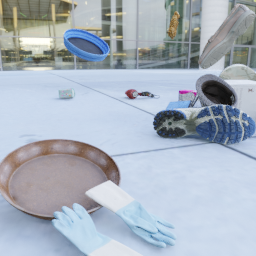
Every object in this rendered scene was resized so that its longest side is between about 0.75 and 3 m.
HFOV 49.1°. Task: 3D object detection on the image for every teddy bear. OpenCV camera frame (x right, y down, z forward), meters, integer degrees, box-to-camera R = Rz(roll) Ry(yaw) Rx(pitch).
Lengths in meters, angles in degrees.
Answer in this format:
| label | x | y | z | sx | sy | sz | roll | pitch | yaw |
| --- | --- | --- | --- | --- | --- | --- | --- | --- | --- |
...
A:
| label | x | y | z | sx | sy | sz | roll | pitch | yaw |
| --- | --- | --- | --- | --- | --- | --- | --- | --- | --- |
| teddy bear | 1.864 | -4.313 | 11.726 | 0.384 | 1.151 | 0.835 | 16 | 1 | -11 |

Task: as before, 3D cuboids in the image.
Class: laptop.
| label | x | y | z | sx | sy | sz | roll | pitch | yaw |
| --- | --- | --- | --- | --- | --- | --- | --- | --- | --- |
| laptop | 2.159 | -1.093 | 11.016 | 0.896 | 1.546 | 1.448 | 28 | 39 | 6 |

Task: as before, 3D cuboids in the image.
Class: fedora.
| label | x | y | z | sx | sy | sz | roll | pitch | yaw |
| --- | --- | --- | --- | --- | --- | --- | --- | --- | --- |
| fedora | 2.686 | -0.933 | 8.759 | 1.456 | 0.657 | 1.288 | 43 | 59 | 17 |

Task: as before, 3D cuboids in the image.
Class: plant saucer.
| label | x | y | z | sx | sy | sz | roll | pitch | yaw |
| --- | --- | --- | --- | --- | --- | --- | --- | --- | --- |
| plant saucer | -1.138 | 0.847 | 4.761 | 2.030 | 0.350 | 2.030 | 9 | 28 | -5 |

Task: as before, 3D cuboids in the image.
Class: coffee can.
| label | x | y | z | sx | sy | sz | roll | pitch | yaw |
| --- | --- | --- | --- | --- | --- | --- | --- | --- | --- |
| coffee can | 5.479 | -2.204 | 14.088 | 1.955 | 1.955 | 2.672 | 5 | 15 | 19 |

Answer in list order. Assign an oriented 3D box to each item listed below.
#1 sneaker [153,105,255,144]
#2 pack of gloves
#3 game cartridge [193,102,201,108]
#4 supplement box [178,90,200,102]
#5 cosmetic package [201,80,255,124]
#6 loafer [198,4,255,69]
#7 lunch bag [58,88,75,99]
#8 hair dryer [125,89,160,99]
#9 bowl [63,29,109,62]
| label | x | y | z | sx | sy | sz | roll | pitch | yaw |
| --- | --- | --- | --- | --- | --- | --- | --- | --- | --- |
| sneaker | 2.268 | -0.229 | 8.391 | 2.857 | 1.101 | 1.217 | 6 | 12 | 21 |
| pack of gloves | -0.185 | 1.389 | 3.795 | 1.518 | 0.299 | 1.275 | 26 | 28 | 35 |
| game cartridge | 3.491 | -0.802 | 11.840 | 2.312 | 0.468 | 1.542 | 2 | 11 | 8 |
| supplement box | 3.315 | -1.669 | 14.787 | 0.606 | 0.593 | 1.172 | -13 | 19 | -41 |
| cosmetic package | 3.736 | -0.904 | 10.000 | 1.817 | 1.521 | 1.512 | -2 | 15 | -6 |
| loafer | 2.862 | -2.742 | 8.508 | 0.747 | 2.077 | 0.653 | 5 | 46 | -46 |
| lunch bag | -3.477 | -1.970 | 16.010 | 0.818 | 0.585 | 0.960 | -5 | 5 | 1 |
| hair dryer | 0.662 | -1.863 | 16.107 | 2.056 | 0.559 | 1.566 | 14 | 4 | 27 |
| bowl | -1.230 | -2.425 | 8.221 | 1.383 | 0.272 | 1.383 | 19 | 37 | -15 |
